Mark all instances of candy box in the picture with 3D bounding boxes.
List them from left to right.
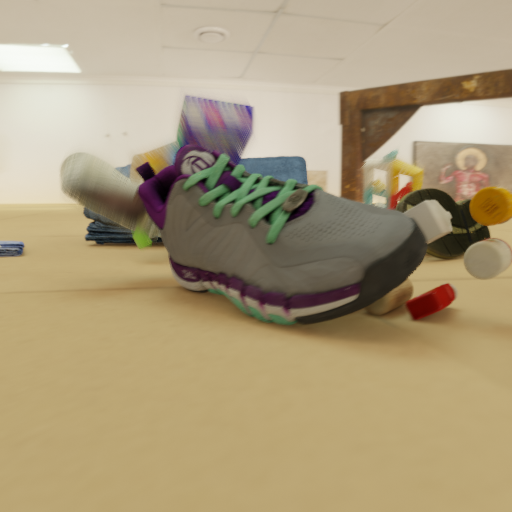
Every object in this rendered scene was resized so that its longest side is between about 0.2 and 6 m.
[{"bbox_3d":[-0.649,-1.820,8.307,1.016,0.463,1.202,7,-16,-12],"label":"candy box"}]

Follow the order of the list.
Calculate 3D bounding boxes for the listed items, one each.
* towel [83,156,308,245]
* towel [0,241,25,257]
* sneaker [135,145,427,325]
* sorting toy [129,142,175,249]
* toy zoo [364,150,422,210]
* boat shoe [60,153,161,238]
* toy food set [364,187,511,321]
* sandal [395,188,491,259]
[{"bbox_3d":[-1.147,-1.184,11.974,4.590,1.114,2.563,-2,34,7],"label":"towel"},{"bbox_3d":[-5.192,-0.126,9.842,2.079,0.248,1.527,-1,5,-24],"label":"towel"},{"bbox_3d":[-0.138,-0.345,5.216,1.276,1.501,3.429,-44,26,-29],"label":"sneaker"},{"bbox_3d":[-1.495,-1.046,9.013,1.415,1.914,0.282,-12,-28,22],"label":"sorting toy"},{"bbox_3d":[2.541,-1.119,10.510,0.178,1.743,1.143,-28,36,-36],"label":"toy zoo"},{"bbox_3d":[-1.541,-0.618,6.857,1.790,0.660,0.574,29,26,-33],"label":"boat shoe"},{"bbox_3d":[1.606,0.038,5.177,1.853,0.884,0.834,-33,-13,33],"label":"toy food set"},{"bbox_3d":[3.240,-0.455,9.837,0.842,1.171,2.950,-17,-13,40],"label":"sandal"}]
